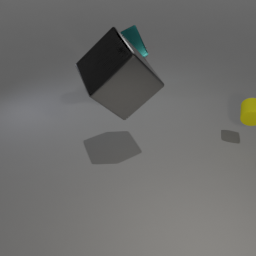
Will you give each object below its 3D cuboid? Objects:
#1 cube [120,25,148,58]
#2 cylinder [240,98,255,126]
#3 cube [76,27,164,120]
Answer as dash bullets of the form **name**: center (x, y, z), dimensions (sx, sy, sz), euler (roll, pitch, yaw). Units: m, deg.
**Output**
- **cube**: center (0.007, -3.673, 12.871), dimensions (1.400, 1.400, 1.400), euler (-25, 9, 7)
- **cylinder**: center (4.226, -0.549, 9.582), dimensions (0.700, 0.700, 0.700), euler (10, 50, 15)
- **cube**: center (-0.220, -1.335, 7.046), dimensions (1.400, 1.400, 1.400), euler (-41, 48, 15)
